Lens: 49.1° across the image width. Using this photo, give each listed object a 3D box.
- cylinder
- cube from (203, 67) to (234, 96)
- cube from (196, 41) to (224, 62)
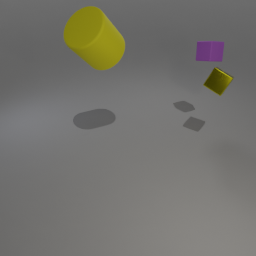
[{"bbox_3d":[-0.997,-2.690,8.558,1.400,1.400,1.400,19,-6,29],"label":"cylinder"},{"bbox_3d":[3.092,-1.597,9.536,0.700,0.700,0.700,36,25,12],"label":"cube"},{"bbox_3d":[3.018,-2.826,10.335,0.700,0.700,0.700,-8,18,-33],"label":"cube"}]
